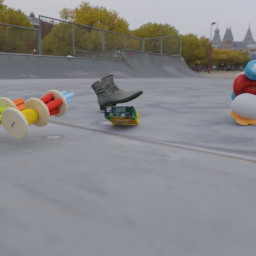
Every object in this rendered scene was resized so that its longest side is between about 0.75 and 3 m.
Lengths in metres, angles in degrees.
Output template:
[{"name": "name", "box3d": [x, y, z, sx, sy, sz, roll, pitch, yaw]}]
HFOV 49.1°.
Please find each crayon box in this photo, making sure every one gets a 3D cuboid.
[{"name": "crayon box", "box3d": [-0.128, -0.330, 8.147, 0.823, 0.329, 1.297, 0, -9, 11]}]

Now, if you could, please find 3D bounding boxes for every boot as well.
[{"name": "boot", "box3d": [-0.468, -1.511, 10.821, 1.899, 1.241, 0.643, -18, 0, 14]}]

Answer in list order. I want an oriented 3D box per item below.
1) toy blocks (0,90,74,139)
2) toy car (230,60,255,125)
[{"name": "toy blocks", "box3d": [-2.382, -0.485, 6.804, 1.653, 0.720, 1.984, 3, 24, 26]}, {"name": "toy car", "box3d": [3.957, -0.751, 8.774, 1.657, 1.874, 1.727, 24, -23, 12]}]
